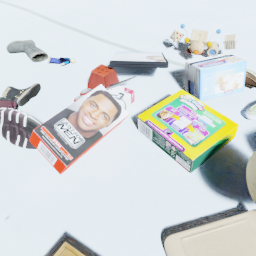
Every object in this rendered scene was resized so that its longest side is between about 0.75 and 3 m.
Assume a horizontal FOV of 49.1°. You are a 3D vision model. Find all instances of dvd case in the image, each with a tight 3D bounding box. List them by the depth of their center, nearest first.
[{"bbox_3d":[0.461,-2.807,11.362,2.123,0.261,2.976,1,21,2],"label":"dvd case"}]

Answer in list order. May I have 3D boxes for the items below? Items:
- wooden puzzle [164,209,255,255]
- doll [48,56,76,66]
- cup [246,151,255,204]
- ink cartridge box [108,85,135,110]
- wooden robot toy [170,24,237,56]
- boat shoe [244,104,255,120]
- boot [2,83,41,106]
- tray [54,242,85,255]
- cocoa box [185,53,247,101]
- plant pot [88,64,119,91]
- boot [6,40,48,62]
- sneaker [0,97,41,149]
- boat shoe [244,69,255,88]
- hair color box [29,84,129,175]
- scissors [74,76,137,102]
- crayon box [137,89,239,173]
[{"bbox_3d":[2.270,3.030,5.814,2.462,0.458,2.278,-15,45,-9],"label":"wooden puzzle"},{"bbox_3d":[-2.898,-2.960,12.335,1.175,0.285,0.802,2,35,-7],"label":"doll"},{"bbox_3d":[3.248,1.237,5.656,1.769,1.769,1.265,23,26,23],"label":"cup"},{"bbox_3d":[-0.429,-0.982,10.041,0.866,0.497,1.192,23,47,23],"label":"ink cartridge box"},{"bbox_3d":[3.163,-3.513,12.216,2.923,1.288,1.326,12,54,10],"label":"wooden robot toy"},{"bbox_3d":[4.778,-0.775,9.801,1.680,0.521,0.605,-21,47,-22],"label":"boat shoe"},{"bbox_3d":[-3.993,-1.370,10.517,0.944,0.459,1.254,18,52,18],"label":"boot"},{"bbox_3d":[-0.540,3.510,5.194,2.820,0.522,1.391,23,47,24],"label":"tray"},{"bbox_3d":[3.144,-1.868,10.173,1.819,1.213,1.194,-13,30,-11],"label":"cocoa box"},{"bbox_3d":[-0.937,-1.874,10.752,0.964,0.851,0.965,25,48,24],"label":"plant pot"},{"bbox_3d":[-4.597,-3.440,12.743,1.458,0.582,1.604,-24,55,-21],"label":"boot"},{"bbox_3d":[-3.687,-0.397,9.049,2.960,1.120,1.709,20,23,0],"label":"sneaker"},{"bbox_3d":[4.324,-1.993,11.112,0.693,0.692,1.873,-38,48,-15],"label":"boat shoe"},{"bbox_3d":[-1.379,-0.039,8.390,1.382,0.834,2.723,47,54,1],"label":"hair color box"},{"bbox_3d":[-0.849,-1.359,10.080,2.413,0.168,0.883,-10,32,23],"label":"scissors"},{"bbox_3d":[1.815,-0.028,8.781,2.041,0.690,2.366,-31,51,-24],"label":"crayon box"}]
